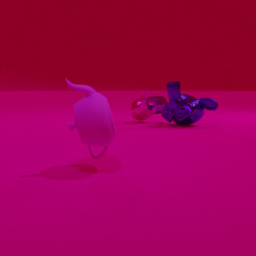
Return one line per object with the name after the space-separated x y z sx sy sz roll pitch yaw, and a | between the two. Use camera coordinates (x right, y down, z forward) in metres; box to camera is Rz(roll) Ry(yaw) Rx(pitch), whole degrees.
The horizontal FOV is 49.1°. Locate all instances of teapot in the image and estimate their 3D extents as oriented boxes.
0.487 -0.719 9.517 0.867 0.683 1.394 -10 -30 -13 | teapot
-0.539 -0.131 3.964 0.617 1.261 0.784 -14 20 -5 | teapot

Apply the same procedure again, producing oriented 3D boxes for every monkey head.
1.721 -0.786 8.787 1.177 1.406 1.954 -14 7 -43 | monkey head

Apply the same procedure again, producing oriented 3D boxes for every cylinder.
1.279 -1.076 12.929 0.788 0.788 0.788 -8 11 -42 | cylinder
